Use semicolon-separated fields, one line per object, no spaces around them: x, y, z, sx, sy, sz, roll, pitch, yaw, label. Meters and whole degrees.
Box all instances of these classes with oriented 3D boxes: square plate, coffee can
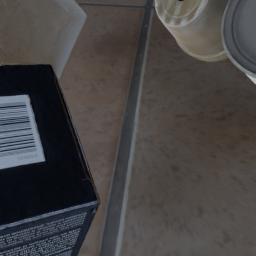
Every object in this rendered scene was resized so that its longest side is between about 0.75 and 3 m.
-2.175;-2.311;6.119;0.357;2.486;2.510;10;73;36;square plate
3.323;-1.523;5.321;2.927;2.142;2.142;14;27;-52;coffee can

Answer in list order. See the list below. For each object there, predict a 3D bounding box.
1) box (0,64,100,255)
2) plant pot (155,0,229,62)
-1.433;0.790;3.473;1.315;2.521;1.866;-9;56;-25;box
1.653;-2.704;6.252;2.169;2.169;1.882;40;26;30;plant pot
